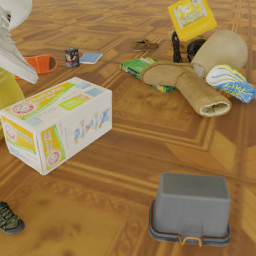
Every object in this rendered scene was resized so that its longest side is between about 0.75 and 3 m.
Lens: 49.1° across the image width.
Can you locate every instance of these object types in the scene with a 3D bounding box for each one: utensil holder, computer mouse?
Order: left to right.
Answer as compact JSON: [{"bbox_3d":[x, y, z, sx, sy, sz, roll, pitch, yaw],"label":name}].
[{"bbox_3d":[-3.683,-3.763,7.624,1.408,1.656,1.408,-7,63,15],"label":"utensil holder"},{"bbox_3d":[2.996,-3.585,12.320,2.467,1.732,0.568,-9,-2,-11],"label":"computer mouse"}]

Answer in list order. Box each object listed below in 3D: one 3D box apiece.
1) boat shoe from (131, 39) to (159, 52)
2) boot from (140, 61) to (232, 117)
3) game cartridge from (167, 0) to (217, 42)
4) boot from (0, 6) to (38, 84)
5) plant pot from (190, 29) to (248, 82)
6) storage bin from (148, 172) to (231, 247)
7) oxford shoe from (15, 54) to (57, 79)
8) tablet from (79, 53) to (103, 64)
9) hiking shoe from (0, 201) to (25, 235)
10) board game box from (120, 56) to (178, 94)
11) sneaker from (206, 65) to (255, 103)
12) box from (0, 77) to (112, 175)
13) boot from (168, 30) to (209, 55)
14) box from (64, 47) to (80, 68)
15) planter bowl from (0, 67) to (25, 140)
[{"bbox_3d":[0.895,-4.129,13.957,1.508,0.513,0.543,-14,35,-21],"label":"boat shoe"},{"bbox_3d":[1.779,-1.274,9.002,2.125,0.803,2.427,-11,44,-16],"label":"boot"},{"bbox_3d":[2.369,-4.172,10.473,1.416,0.261,1.607,-23,70,18],"label":"game cartridge"},{"bbox_3d":[-2.275,-1.659,5.009,0.723,1.967,0.940,23,81,45],"label":"boot"},{"bbox_3d":[3.238,-2.542,10.668,1.864,1.745,1.745,-36,46,-24],"label":"plant pot"},{"bbox_3d":[1.112,1.412,4.964,1.468,0.986,1.069,3,33,6],"label":"storage bin"},{"bbox_3d":[-4.229,-2.525,11.299,2.575,0.918,0.939,-9,21,-27],"label":"oxford shoe"},{"bbox_3d":[-1.748,-3.236,12.973,0.846,0.089,1.301,7,34,10],"label":"tablet"},{"bbox_3d":[-2.289,1.601,5.132,0.938,0.472,0.355,17,37,25],"label":"hiking shoe"},{"bbox_3d":[1.103,-2.192,11.157,1.529,0.342,2.918,-21,38,-26],"label":"board game box"},{"bbox_3d":[3.487,-1.398,9.058,2.126,0.805,1.117,3,35,-40],"label":"sneaker"},{"bbox_3d":[-1.693,-0.175,7.113,1.391,1.253,2.473,23,40,28],"label":"box"},{"bbox_3d":[2.936,-4.265,13.884,2.452,0.926,2.800,-6,32,-34],"label":"boot"},{"bbox_3d":[-2.389,-3.012,12.007,0.401,0.755,0.462,22,39,30],"label":"box"},{"bbox_3d":[-3.474,-0.443,7.092,1.178,2.828,2.828,36,33,-10],"label":"planter bowl"}]
